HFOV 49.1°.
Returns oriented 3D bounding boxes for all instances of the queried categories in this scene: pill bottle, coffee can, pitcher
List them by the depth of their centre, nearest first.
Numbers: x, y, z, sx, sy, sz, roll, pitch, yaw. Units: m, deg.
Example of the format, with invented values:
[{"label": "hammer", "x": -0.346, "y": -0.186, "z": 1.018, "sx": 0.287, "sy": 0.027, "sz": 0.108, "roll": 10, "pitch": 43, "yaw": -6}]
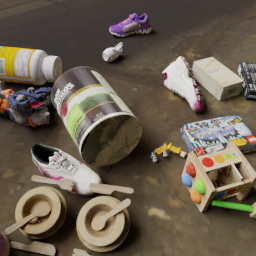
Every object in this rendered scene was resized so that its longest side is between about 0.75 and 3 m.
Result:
[{"label": "coffee can", "x": -1.069, "y": -0.432, "z": 8.930, "sx": 2.001, "sy": 2.001, "sz": 2.734, "roll": -21, "pitch": 48, "yaw": -20}, {"label": "pill bottle", "x": -4.100, "y": -2.527, "z": 11.537, "sx": 2.545, "sy": 1.413, "sz": 1.413, "roll": 7, "pitch": 45, "yaw": 6}, {"label": "pitcher", "x": -0.672, "y": -3.562, "z": 13.045, "sx": 0.967, "sy": 0.830, "sz": 0.586, "roll": -33, "pitch": 75, "yaw": -30}]

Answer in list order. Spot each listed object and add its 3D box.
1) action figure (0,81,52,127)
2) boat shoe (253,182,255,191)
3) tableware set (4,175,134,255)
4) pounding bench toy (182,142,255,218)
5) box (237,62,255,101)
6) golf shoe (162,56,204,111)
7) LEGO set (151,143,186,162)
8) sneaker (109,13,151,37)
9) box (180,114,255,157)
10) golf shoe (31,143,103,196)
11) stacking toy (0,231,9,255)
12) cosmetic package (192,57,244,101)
[{"label": "action figure", "x": -3.888, "y": -0.830, "z": 10.241, "sx": 2.615, "sy": 1.414, "sz": 2.703, "roll": 23, "pitch": 22, "yaw": 13}, {"label": "boat shoe", "x": 3.721, "y": 1.553, "z": 8.030, "sx": 0.366, "sy": 0.313, "sz": 0.999, "roll": 12, "pitch": 41, "yaw": -37}, {"label": "tableware set", "x": -1.431, "y": 2.163, "z": 6.875, "sx": 2.954, "sy": 0.592, "sz": 1.953, "roll": 7, "pitch": 63, "yaw": 7}, {"label": "pounding bench toy", "x": 2.459, "y": 1.607, "z": 7.391, "sx": 1.521, "sy": 1.212, "sz": 1.950, "roll": -13, "pitch": 50, "yaw": -13}, {"label": "box", "x": 5.636, "y": -1.940, "z": 11.591, "sx": 1.775, "sy": 0.482, "sz": 2.216, "roll": 5, "pitch": 44, "yaw": 5}, {"label": "golf shoe", "x": 2.160, "y": -1.602, "z": 11.087, "sx": 1.228, "sy": 1.011, "sz": 2.684, "roll": -27, "pitch": 50, "yaw": 20}, {"label": "LEGO set", "x": 1.256, "y": 0.765, "z": 8.980, "sx": 1.143, "sy": 0.426, "sz": 0.526, "roll": -7, "pitch": 79, "yaw": -14}, {"label": "sneaker", "x": 0.126, "y": -5.568, "z": 14.961, "sx": 2.332, "sy": 1.031, "sz": 0.938, "roll": -12, "pitch": 47, "yaw": -10}, {"label": "box", "x": 2.992, "y": 0.315, "z": 9.258, "sx": 2.155, "sy": 0.430, "sz": 1.475, "roll": -11, "pitch": 45, "yaw": -9}, {"label": "golf shoe", "x": -1.809, "y": 1.174, "z": 7.909, "sx": 2.332, "sy": 1.074, "sz": 0.847, "roll": 21, "pitch": 62, "yaw": 20}, {"label": "stacking toy", "x": -3.464, "y": 2.031, "z": 5.712, "sx": 1.260, "sy": 2.951, "sz": 1.260, "roll": 0, "pitch": 44, "yaw": 0}, {"label": "cosmetic package", "x": 3.632, "y": -2.065, "z": 11.556, "sx": 1.038, "sy": 0.733, "sz": 2.004, "roll": -19, "pitch": 48, "yaw": -18}]
